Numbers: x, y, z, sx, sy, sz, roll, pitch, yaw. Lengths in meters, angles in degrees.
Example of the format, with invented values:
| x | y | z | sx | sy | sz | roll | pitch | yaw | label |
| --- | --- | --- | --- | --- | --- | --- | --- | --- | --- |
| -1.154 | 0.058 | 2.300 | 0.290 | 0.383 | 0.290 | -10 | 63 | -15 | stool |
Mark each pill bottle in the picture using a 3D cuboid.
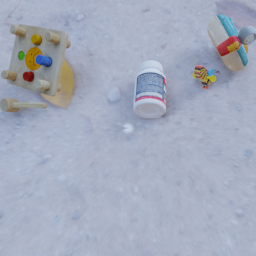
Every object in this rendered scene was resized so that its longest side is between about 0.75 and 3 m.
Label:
| x | y | z | sx | sy | sz | roll | pitch | yaw | label |
| --- | --- | --- | --- | --- | --- | --- | --- | --- | --- |
| 0.703 | -1.244 | 8.800 | 1.002 | 1.002 | 1.676 | 4 | 63 | 2 | pill bottle |

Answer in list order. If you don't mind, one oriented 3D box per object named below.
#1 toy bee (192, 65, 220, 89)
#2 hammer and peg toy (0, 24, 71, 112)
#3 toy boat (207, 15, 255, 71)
| x | y | z | sx | sy | sz | roll | pitch | yaw | label |
| --- | --- | --- | --- | --- | --- | --- | --- | --- | --- |
| 2.583 | -1.626 | 9.166 | 1.267 | 0.830 | 0.689 | 6 | 102 | -26 | toy bee |
| -2.844 | -1.687 | 8.581 | 2.008 | 0.962 | 2.730 | 16 | 97 | 23 | hammer and peg toy |
| 3.358 | -2.751 | 8.886 | 1.118 | 2.406 | 2.023 | -29 | 99 | 22 | toy boat |
